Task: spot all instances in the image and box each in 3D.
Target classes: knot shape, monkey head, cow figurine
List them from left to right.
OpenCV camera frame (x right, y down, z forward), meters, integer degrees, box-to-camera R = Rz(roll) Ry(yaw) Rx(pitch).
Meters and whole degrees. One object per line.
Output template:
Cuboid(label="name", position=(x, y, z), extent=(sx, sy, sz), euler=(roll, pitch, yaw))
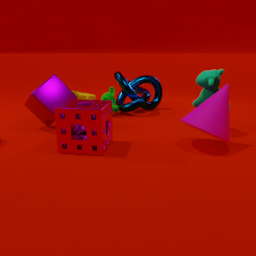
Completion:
Cuboid(label="monkey head", position=(-0.587, -0.837, 9.606), extent=(0.756, 1.051, 0.634), euler=(21, 39, 12))
Cuboid(label="knot shape", position=(0.193, -1.416, 10.299), extent=(2.008, 0.928, 1.879), euler=(-29, 63, -38))
Cuboid(label="cow figurine", position=(2.366, -0.906, 7.655), extent=(0.749, 1.364, 1.342), euler=(-45, -1, -29))

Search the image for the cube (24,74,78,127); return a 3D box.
Cuboid(label="cube", position=(-2.211, -0.767, 8.045), extent=(0.949, 0.949, 0.949), euler=(-52, 14, -31))

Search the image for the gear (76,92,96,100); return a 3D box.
Cuboid(label="gear", position=(-2.243, -1.256, 11.326), extent=(1.818, 0.336, 1.818), euler=(7, 10, -1))

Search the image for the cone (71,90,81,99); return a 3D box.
Cuboid(label="cone", position=(-2.185, -0.706, 9.814), extent=(0.937, 0.933, 0.933), euler=(-22, 7, 25))

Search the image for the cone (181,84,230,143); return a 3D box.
Cuboid(label="cone", position=(2.071, -0.468, 6.563), extent=(1.240, 1.245, 1.240), euler=(25, 5, -2))

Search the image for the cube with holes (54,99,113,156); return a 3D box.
Cuboid(label="cube with holes", position=(-0.982, -0.054, 6.550), extent=(1.043, 1.043, 1.043), euler=(3, 17, 9))
